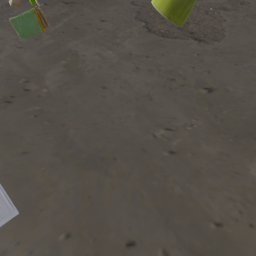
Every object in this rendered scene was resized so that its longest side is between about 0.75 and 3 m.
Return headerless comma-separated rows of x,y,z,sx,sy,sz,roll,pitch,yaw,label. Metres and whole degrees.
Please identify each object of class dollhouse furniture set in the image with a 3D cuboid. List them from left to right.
-2.972,-3.301,8.049,1.021,2.042,0.788,-30,59,-8,dollhouse furniture set

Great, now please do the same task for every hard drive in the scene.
-2.416,1.386,4.390,1.138,0.149,0.750,-34,94,-43,hard drive

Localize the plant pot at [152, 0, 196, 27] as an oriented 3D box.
1.599,-4.007,8.440,1.238,1.324,1.238,27,35,-21,plant pot
